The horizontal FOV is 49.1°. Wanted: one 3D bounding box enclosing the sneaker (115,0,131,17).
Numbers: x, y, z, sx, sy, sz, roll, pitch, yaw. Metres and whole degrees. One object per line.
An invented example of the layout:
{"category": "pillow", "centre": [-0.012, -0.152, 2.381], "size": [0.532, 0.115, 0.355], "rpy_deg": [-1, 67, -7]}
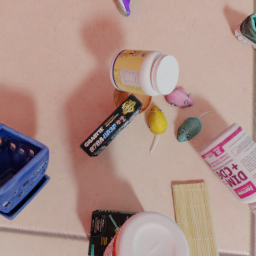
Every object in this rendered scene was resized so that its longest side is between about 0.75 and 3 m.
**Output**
{"category": "sneaker", "centre": [-0.067, -4.785, 9.751], "size": [0.900, 0.629, 1.811], "rpy_deg": [-17, 78, -4]}

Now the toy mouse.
{"category": "toy mouse", "centre": [1.717, -0.468, 8.894], "size": [2.164, 0.471, 2.435], "rpy_deg": [-3, 78, -1]}

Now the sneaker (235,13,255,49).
{"category": "sneaker", "centre": [4.648, -2.914, 9.132], "size": [2.300, 1.049, 0.892], "rpy_deg": [31, 80, 6]}

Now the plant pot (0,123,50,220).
{"category": "plant pot", "centre": [-3.135, 1.178, 7.166], "size": [1.757, 1.580, 1.757], "rpy_deg": [24, 49, 18]}

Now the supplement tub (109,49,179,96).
{"category": "supplement tub", "centre": [0.396, -1.415, 7.131], "size": [1.517, 1.103, 1.103], "rpy_deg": [16, 76, 39]}

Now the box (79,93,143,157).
{"category": "box", "centre": [-0.442, -0.011, 8.132], "size": [0.465, 1.605, 2.020], "rpy_deg": [44, 86, 3]}

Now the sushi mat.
{"category": "sushi mat", "centre": [1.996, 2.824, 8.358], "size": [1.116, 0.141, 2.332], "rpy_deg": [-6, 78, -2]}

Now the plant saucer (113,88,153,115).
{"category": "plant saucer", "centre": [0.157, -1.005, 8.875], "size": [1.233, 0.231, 1.233], "rpy_deg": [1, 113, 3]}

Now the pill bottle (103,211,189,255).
{"category": "pill bottle", "centre": [0.190, 2.849, 5.987], "size": [1.388, 2.533, 1.388], "rpy_deg": [8, 53, -11]}

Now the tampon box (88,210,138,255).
{"category": "tampon box", "centre": [-0.243, 2.966, 7.885], "size": [1.562, 0.986, 1.170], "rpy_deg": [5, 78, 1]}

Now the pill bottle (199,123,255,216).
{"category": "pill bottle", "centre": [3.368, 1.219, 8.042], "size": [1.422, 1.422, 2.509], "rpy_deg": [-37, 80, -7]}
